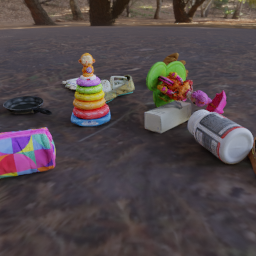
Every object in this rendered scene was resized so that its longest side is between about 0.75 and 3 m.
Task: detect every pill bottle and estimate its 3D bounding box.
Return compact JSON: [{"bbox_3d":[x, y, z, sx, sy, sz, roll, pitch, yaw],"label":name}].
[{"bbox_3d":[2.602,0.168,8.180,1.071,1.071,1.849,-9,26,-18],"label":"pill bottle"}]

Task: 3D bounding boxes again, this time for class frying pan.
[{"bbox_3d":[-3.740,-0.868,11.236,2.552,0.415,1.543,10,28,17],"label":"frying pan"}]

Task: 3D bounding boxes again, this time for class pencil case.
[{"bbox_3d":[-3.244,0.679,6.965,2.795,1.235,1.235,-8,26,-19],"label":"pencil case"}]

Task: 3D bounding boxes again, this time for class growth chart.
[{"bbox_3d":[-2.133,-2.199,14.285,2.037,0.250,2.814,-19,31,-34],"label":"growth chart"}]

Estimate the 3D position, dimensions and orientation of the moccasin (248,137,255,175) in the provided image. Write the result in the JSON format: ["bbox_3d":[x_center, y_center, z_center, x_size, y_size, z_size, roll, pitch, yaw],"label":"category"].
[{"bbox_3d":[3.606,0.810,7.181,0.714,0.754,1.953,5,25,11],"label":"moccasin"}]

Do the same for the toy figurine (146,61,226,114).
[{"bbox_3d":[2.255,-1.220,9.949,2.402,1.959,2.609,31,5,35],"label":"toy figurine"}]

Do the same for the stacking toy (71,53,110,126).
[{"bbox_3d":[-1.368,-1.400,9.924,1.422,2.451,1.345,-2,25,-4],"label":"stacking toy"}]

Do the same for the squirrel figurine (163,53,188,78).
[{"bbox_3d":[2.171,-2.806,14.695,2.015,1.426,1.880,-14,35,4],"label":"squirrel figurine"}]

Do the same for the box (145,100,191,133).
[{"bbox_3d":[1.449,-0.438,9.969,0.762,0.634,1.854,16,28,40],"label":"box"}]

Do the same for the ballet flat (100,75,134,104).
[{"bbox_3d":[-0.791,-1.766,12.478,1.047,1.047,2.962,19,31,35],"label":"ballet flat"}]
